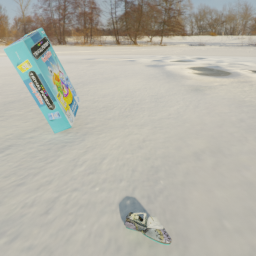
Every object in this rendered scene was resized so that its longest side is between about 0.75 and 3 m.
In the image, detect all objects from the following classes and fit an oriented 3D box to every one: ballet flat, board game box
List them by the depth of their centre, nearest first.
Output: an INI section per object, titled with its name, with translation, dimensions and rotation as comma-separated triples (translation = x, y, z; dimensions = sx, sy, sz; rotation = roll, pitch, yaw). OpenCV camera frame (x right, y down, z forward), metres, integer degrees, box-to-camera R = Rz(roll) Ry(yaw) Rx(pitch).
[ballet flat]
translation = 0.242, 1.254, 3.619
dimensions = 0.292, 0.292, 0.812
rotation = -14, 10, -38
[board game box]
translation = -2.267, -1.393, 7.989
dimensions = 0.593, 2.527, 1.908
rotation = -20, 27, 9
